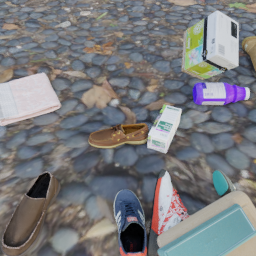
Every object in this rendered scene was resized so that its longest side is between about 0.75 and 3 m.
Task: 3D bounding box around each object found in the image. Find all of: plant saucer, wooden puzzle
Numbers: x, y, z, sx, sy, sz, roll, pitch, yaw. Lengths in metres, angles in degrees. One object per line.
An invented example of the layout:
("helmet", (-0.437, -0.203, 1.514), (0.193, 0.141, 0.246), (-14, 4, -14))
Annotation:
("plant saucer", (1.689, 2.322, 5.709), (2.156, 0.205, 0.754), (-21, 71, -21))
("wooden puzzle", (2.177, 2.949, 5.842), (2.424, 0.488, 2.620), (-22, 69, -21))

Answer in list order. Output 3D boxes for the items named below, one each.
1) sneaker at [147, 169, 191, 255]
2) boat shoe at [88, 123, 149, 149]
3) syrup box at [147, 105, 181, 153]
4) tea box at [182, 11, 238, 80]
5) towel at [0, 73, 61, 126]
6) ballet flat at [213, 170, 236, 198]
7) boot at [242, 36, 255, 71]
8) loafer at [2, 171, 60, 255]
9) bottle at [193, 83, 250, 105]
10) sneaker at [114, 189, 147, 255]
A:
("sneaker", (1.203, 2.111, 6.894), (1.222, 0.761, 2.279), (9, 47, 5))
("boat shoe", (-0.290, 0.160, 8.910), (1.962, 0.663, 0.706), (-6, 45, -6))
("syrup box", (1.195, 0.005, 9.087), (0.626, 0.648, 1.590), (16, 46, 17))
("tea box", (2.310, -2.277, 7.948), (0.903, 1.330, 1.351), (14, 73, -29))
("towel", (-3.869, -1.191, 10.504), (2.182, 0.368, 2.284), (-19, 48, -18))
("ballet flat", (2.731, 1.781, 7.504), (0.469, 0.496, 1.471), (13, 40, -26))
("boot", (6.430, -3.084, 12.095), (2.428, 0.917, 2.772), (-10, 43, 8))
("loafer", (-2.449, 1.994, 6.949), (0.829, 0.806, 2.270), (8, 45, 8))
("bottle", (3.425, -1.266, 10.333), (1.963, 0.641, 0.820), (0, 64, -1))
("sneaker", (0.083, 2.227, 6.673), (0.772, 0.871, 2.060), (-7, 45, -7))
